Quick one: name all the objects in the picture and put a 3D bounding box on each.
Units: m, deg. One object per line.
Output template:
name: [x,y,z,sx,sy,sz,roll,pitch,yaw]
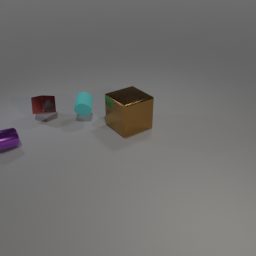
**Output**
cylinder: [-1.814,-0.987,11.457,0.700,0.700,0.700,0,48,0]
cube: [0.039,-0.672,11.164,1.400,1.400,1.400,-20,36,-30]
cylinder: [-4.352,0.394,9.969,0.700,0.700,0.700,-16,33,-41]
cube: [-3.512,-0.962,11.670,0.700,0.700,0.700,-5,1,36]
